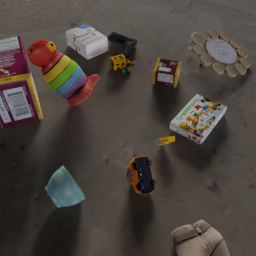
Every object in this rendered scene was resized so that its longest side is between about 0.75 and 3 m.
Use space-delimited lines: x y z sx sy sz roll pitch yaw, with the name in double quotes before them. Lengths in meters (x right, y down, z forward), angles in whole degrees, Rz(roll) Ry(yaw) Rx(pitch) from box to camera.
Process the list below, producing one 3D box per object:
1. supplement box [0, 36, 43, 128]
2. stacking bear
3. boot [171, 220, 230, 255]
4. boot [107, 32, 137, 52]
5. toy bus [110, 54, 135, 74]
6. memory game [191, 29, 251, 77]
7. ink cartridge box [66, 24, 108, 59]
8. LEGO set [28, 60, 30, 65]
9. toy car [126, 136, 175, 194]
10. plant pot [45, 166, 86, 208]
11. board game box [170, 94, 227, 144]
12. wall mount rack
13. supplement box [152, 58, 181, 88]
"supplement box" -4.332 -1.786 10.432 1.533 1.944 2.970 -15 48 -14
"stacking bear" -2.503 -2.116 10.182 1.428 2.511 1.525 -27 29 35
"boot" 1.476 3.156 6.771 2.039 0.716 1.491 -17 43 -16
"boot" -0.424 -4.233 13.711 1.399 0.459 1.153 26 41 17
"toy bus" -0.284 -3.002 12.515 1.023 0.560 1.084 12 49 11
"memory game" 4.159 -3.409 12.593 2.911 0.185 2.911 8 57 -12
"ink cartridge box" -1.971 -4.186 13.493 1.282 0.740 1.756 -32 55 -27
"LEGO set" -4.784 -2.920 12.523 0.751 0.435 0.577 29 53 24
"toy car" 0.756 1.156 8.811 0.769 1.133 2.311 -19 7 45
"plant pot" -1.809 1.729 7.789 0.761 1.136 1.136 -35 56 -17
"board game box" 2.577 -0.379 10.207 1.260 0.346 1.997 28 53 25
"wall mount rack" 3.763 -3.785 13.141 1.595 0.684 1.835 -20 58 -14
"supplement box" 1.642 -2.330 11.809 1.006 0.668 0.992 12 48 11
